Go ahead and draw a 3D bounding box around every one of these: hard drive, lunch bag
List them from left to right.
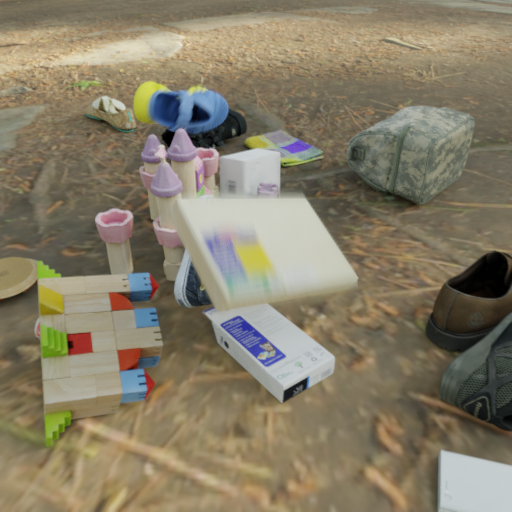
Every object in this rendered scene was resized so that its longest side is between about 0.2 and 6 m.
[{"bbox_3d":[3.477,-2.452,12.724,2.064,1.715,2.461,28,43,30],"label":"lunch bag"},{"bbox_3d":[2.674,2.669,6.297,1.188,0.156,0.784,9,34,13],"label":"hard drive"}]

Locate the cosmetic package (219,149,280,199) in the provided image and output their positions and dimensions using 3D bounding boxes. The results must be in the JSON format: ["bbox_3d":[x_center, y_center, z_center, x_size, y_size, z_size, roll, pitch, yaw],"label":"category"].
[{"bbox_3d":[-0.107,-1.547,11.668,0.709,1.149,1.153,17,28,36],"label":"cosmetic package"}]

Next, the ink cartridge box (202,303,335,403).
[{"bbox_3d":[0.133,1.268,8.257,0.976,0.385,1.962,-22,40,-30],"label":"ink cartridge box"}]

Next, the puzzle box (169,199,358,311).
[{"bbox_3d":[0.132,-0.104,6.982,2.182,0.277,1.452,-5,55,-40],"label":"puzzle box"}]

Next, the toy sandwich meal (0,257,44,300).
[{"bbox_3d":[-4.219,0.441,9.537,1.224,0.419,1.224,-2,36,1],"label":"toy sandwich meal"}]

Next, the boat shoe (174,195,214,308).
[{"bbox_3d":[-0.643,-0.103,9.158,0.924,0.720,2.035,-3,62,24],"label":"boat shoe"}]

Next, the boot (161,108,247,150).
[{"bbox_3d":[-1.657,-3.465,15.179,1.984,0.896,2.421,-31,43,-31],"label":"boot"}]

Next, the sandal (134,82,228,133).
[{"bbox_3d":[-1.296,-2.897,11.398,1.085,0.991,2.492,24,25,26],"label":"sandal"}]

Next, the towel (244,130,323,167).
[{"bbox_3d":[0.688,-2.842,14.732,1.396,0.221,1.944,-17,37,-26],"label":"towel"}]

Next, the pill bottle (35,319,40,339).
[{"bbox_3d":[-2.718,1.185,8.191,0.950,0.533,0.533,25,40,23],"label":"pill bottle"}]

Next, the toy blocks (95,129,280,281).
[{"bbox_3d":[-1.075,-1.194,10.115,2.938,2.473,2.746,6,33,9],"label":"toy blocks"}]

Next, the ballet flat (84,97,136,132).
[{"bbox_3d":[-4.279,-4.274,16.448,2.253,0.735,0.794,26,34,34],"label":"ballet flat"}]

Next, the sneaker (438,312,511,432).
[{"bbox_3d":[3.653,1.502,7.462,2.350,0.898,1.346,-28,44,-32],"label":"sneaker"}]

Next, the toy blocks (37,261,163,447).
[{"bbox_3d":[-2.041,1.169,7.603,1.655,1.210,2.421,-2,53,-22],"label":"toy blocks"}]

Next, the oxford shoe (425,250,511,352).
[{"bbox_3d":[4.001,0.471,8.717,2.942,1.242,1.069,-18,35,-28],"label":"oxford shoe"}]
